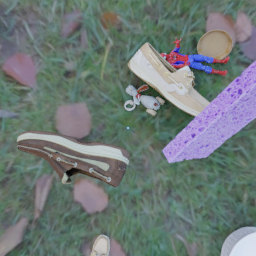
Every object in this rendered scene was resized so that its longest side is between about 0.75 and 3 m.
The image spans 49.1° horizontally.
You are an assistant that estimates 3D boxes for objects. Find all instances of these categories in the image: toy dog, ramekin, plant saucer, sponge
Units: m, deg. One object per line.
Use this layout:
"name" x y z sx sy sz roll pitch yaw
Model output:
"toy dog" 0.480 -0.826 8.066 1.190 0.573 0.785 12 86 1
"ramekin" 3.487 3.650 7.588 1.913 0.933 1.913 0 86 0
"plant saucer" 2.513 -2.408 8.142 0.991 0.991 0.175 8 42 1
"sponge" 1.883 -0.193 5.363 2.452 1.368 0.366 -49 56 35

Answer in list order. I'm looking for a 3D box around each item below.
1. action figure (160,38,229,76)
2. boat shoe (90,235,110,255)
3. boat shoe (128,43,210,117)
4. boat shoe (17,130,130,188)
"action figure" 1.891 -1.986 7.966 1.987 0.983 0.648 9 85 5
"boat shoe" -0.844 3.706 7.816 0.499 0.469 1.354 15 86 1
"boat shoe" 1.336 -1.318 7.759 2.811 1.036 0.972 36 114 3
"boat shoe" -1.213 0.664 5.620 2.403 0.887 0.889 8 71 14
